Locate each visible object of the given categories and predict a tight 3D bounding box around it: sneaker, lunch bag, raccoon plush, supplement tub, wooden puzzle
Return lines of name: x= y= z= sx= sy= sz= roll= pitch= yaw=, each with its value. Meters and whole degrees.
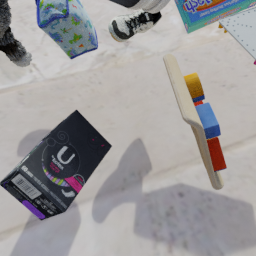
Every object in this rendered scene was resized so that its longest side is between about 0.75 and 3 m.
sneaker: x=0.201 y=-2.584 z=6.738 sx=0.720 sy=0.621 sz=1.643 roll=-16 pitch=18 yaw=46
lunch bag: x=-1.333 y=-2.484 z=6.124 sx=0.929 sy=1.239 sz=1.457 roll=-14 pitch=66 yaw=17
raccoon plush: x=-2.118 y=-1.488 z=4.095 sx=0.935 sy=1.932 sz=1.294 roll=-29 pitch=38 yaw=21
supplement tub: x=-0.136 y=-2.722 z=4.553 sx=1.796 sy=1.261 sz=1.261 roll=8 pitch=45 yaw=-31
wooden puzzle: x=0.482 y=-0.058 z=1.869 sx=0.174 sy=0.751 sz=0.695 roll=-21 pitch=43 yaw=14

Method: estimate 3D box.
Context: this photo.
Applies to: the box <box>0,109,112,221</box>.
box: x=-0.931 y=0.481 z=3.842 sx=0.784 sy=0.680 sz=1.282 roll=47 pitch=44 yaw=-13

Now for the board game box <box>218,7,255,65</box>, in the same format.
board game box: x=2.580 y=-1.726 z=5.163 sx=1.348 sy=0.174 sz=1.349 roll=-21 pitch=60 yaw=-12

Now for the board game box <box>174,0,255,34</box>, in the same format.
board game box: x=1.790 y=-3.610 z=6.529 sx=1.713 sy=0.507 sz=2.253 roll=-22 pitch=87 yaw=6
